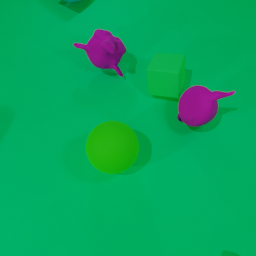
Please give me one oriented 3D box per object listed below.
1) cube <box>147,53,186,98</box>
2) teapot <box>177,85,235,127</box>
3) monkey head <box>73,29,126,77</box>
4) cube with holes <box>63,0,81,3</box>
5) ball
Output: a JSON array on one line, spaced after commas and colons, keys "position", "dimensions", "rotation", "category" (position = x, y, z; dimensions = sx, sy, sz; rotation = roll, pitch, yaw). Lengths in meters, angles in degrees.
[{"position": [1.021, -1.385, 7.343], "dimensions": [0.818, 0.818, 0.818], "rotation": [9, 48, 19], "category": "cube"}, {"position": [1.748, -0.521, 6.648], "dimensions": [0.771, 1.575, 0.979], "rotation": [7, 62, -37], "category": "teapot"}, {"position": [-0.638, -1.967, 7.359], "dimensions": [1.584, 0.955, 1.140], "rotation": [31, 27, -15], "category": "monkey head"}, {"position": [-1.835, -4.606, 8.834], "dimensions": [0.908, 0.908, 0.908], "rotation": [30, 44, 28], "category": "cube with holes"}, {"position": [-0.348, 0.432, 6.297], "dimensions": [1.191, 1.191, 1.191], "rotation": [0, 63, 0], "category": "ball"}]
